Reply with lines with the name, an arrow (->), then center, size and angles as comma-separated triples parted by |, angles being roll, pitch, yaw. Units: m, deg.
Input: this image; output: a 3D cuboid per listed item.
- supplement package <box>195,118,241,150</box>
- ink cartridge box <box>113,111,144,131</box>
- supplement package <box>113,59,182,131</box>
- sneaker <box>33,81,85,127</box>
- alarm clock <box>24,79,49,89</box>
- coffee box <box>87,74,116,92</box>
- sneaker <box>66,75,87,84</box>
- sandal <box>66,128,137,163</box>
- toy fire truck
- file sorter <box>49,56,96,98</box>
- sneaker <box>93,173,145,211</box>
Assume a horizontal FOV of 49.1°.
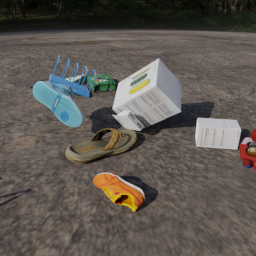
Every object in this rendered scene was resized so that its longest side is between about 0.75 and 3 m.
supplement package -> 3.258, 0.192, 10.274 | 1.447, 0.849, 0.846 | 4, 25, 9
ink cartridge box -> -0.011, -0.290, 10.643 | 0.256, 0.868, 1.084 | -53, 29, -17
supplement package -> 0.777, -1.234, 10.892 | 2.095, 1.578, 1.590 | -25, 39, 35
sneaker -> -2.334, -0.999, 10.919 | 2.423, 0.963, 1.582 | 41, 20, 12
alarm clock -> -4.610, -2.117, 15.221 | 2.081, 0.693, 1.404 | 9, 33, 1
coffee box -> -1.640, -2.756, 16.983 | 1.384, 0.495, 2.250 | -8, 27, -16
sneaker -> -3.247, -3.107, 17.611 | 0.886, 0.553, 1.503 | 24, 36, 29
sandal -> -0.804, 0.440, 9.770 | 2.890, 0.781, 1.161 | -14, 29, -36
toy fire truck -> 4.375, 0.853, 8.988 | 1.636, 0.917, 1.373 | 19, 49, 37
file sorter -> -2.968, -2.821, 15.221 | 2.208, 1.355, 1.532 | 20, 19, -20
sneaker -> -0.337, 1.658, 7.475 | 1.641, 0.599, 0.633 | 16, 32, 33
